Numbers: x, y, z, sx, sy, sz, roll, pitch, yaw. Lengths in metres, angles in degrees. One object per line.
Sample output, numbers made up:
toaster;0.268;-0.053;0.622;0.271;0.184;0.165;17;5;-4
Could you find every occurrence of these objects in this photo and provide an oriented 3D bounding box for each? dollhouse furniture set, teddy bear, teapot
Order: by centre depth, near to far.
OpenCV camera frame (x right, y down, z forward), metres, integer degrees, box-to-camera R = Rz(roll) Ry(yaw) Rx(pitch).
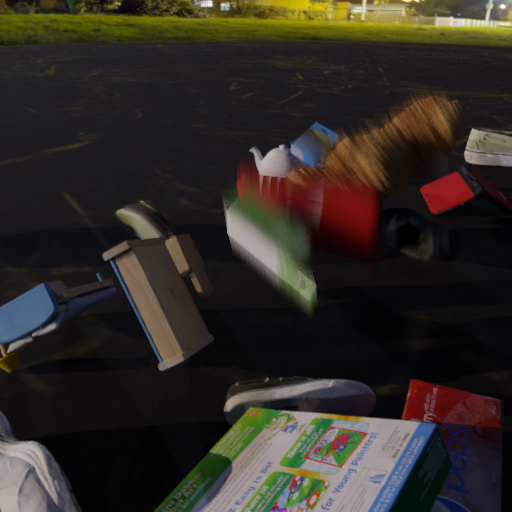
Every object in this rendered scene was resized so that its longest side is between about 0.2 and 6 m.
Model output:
dollhouse furniture set;-1.972;0.957;7.712;2.402;1.567;2.267;-26;-3;15
teddy bear;1.969;-1.338;9.851;3.808;2.761;1.271;-25;69;-21
teapot;0.689;-2.226;13.619;1.288;0.941;1.271;-14;30;-27

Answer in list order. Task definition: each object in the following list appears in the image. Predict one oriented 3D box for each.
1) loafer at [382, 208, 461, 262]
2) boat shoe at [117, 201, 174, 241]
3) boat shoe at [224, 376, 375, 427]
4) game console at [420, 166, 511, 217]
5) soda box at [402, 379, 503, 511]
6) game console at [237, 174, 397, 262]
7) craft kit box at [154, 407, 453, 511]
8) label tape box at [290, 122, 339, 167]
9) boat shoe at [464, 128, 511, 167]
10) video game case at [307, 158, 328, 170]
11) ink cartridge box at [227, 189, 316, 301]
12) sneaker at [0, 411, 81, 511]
loafer;2.702;-0.432;10.056;0.750;0.725;2.136;0;18;-26
boat shoe;-1.921;-0.594;10.273;0.603;0.714;2.002;-33;33;-22
boat shoe;0.478;1.591;6.367;1.698;0.583;0.481;-4;26;-3
game console;4.704;-1.231;12.494;1.510;1.040;1.753;30;26;-9
soda box;1.527;2.231;4.742;0.933;0.845;2.664;10;27;20
game console;0.814;-0.587;6.959;1.717;1.480;1.019;10;49;22
craft kit box;0.145;2.069;4.377;2.091;0.514;2.118;-6;23;44
label tape box;1.103;-2.092;10.540;0.557;0.245;0.773;37;66;18
boat shoe;7.192;-2.927;15.021;3.026;0.939;1.089;0;26;0
video game case;1.880;-2.439;14.977;0.832;0.117;0.920;10;29;19
ink cartridge box;0.257;-0.111;6.302;1.280;0.664;0.379;40;74;11
sneaker;-2.445;2.187;4.975;2.432;0.948;1.208;12;34;42
